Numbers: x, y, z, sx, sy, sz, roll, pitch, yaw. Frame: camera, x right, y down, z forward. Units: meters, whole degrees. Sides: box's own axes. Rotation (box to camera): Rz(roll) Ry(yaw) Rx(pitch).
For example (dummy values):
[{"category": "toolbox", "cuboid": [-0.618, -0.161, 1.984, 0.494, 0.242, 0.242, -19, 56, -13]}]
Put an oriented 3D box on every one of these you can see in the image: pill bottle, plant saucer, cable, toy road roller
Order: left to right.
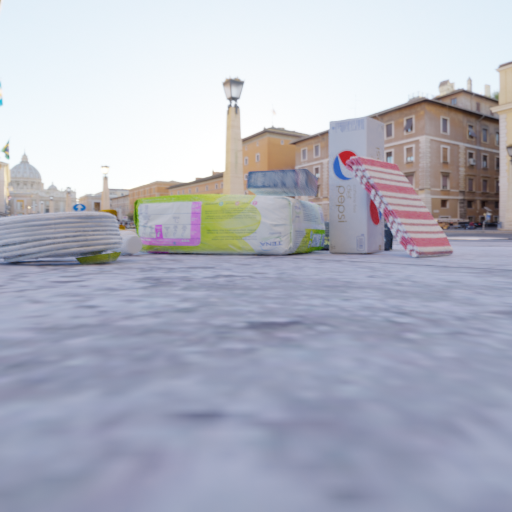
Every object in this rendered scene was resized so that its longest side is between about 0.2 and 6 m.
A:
[{"category": "cable", "cuboid": [-3.021, -0.301, 8.504, 1.946, 0.674, 1.946, -5, 2, -6]}, {"category": "toy road roller", "cuboid": [-4.637, -0.782, 16.382, 1.615, 1.179, 0.993, -2, 3, -38]}, {"category": "plant saucer", "cuboid": [-2.289, 0.041, 8.182, 0.533, 0.128, 0.534, -8, 2, 4]}, {"category": "pill bottle", "cuboid": [-2.696, -0.271, 11.479, 0.507, 0.507, 0.914, -2, 7, -35]}]

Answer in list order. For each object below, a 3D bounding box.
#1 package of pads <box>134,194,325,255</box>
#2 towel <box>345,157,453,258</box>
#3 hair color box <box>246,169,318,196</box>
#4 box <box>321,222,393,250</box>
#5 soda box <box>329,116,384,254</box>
[{"category": "package of pads", "cuboid": [-0.564, -0.702, 12.824, 3.786, 1.291, 2.925, 1, 2, 20]}, {"category": "towel", "cuboid": [2.934, -0.968, 11.341, 1.804, 2.466, 0.369, -2, -32, -49]}, {"category": "hair color box", "cuboid": [0.555, -1.547, 11.939, 1.366, 0.413, 0.683, 2, -8, 26]}, {"category": "box", "cuboid": [2.144, -0.567, 15.759, 3.120, 0.796, 2.460, 1, 1, 6]}, {"category": "soda box", "cuboid": [2.231, -1.503, 12.376, 0.931, 2.925, 0.996, 2, 3, 35]}]
